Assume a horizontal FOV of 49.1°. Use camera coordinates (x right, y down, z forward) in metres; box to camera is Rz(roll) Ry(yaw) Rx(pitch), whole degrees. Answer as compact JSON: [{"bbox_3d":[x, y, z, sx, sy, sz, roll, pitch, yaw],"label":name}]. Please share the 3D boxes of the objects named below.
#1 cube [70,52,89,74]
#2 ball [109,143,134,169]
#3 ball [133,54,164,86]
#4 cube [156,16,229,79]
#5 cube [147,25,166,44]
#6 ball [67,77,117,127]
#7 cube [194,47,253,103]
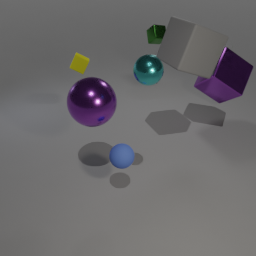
[{"bbox_3d":[-2.296,-3.077,13.322,0.700,0.700,0.700,24,18,-16],"label":"cube"},{"bbox_3d":[-0.171,0.779,7.771,0.700,0.700,0.700,0,31,0],"label":"ball"},{"bbox_3d":[0.467,-1.322,6.406,0.700,0.700,0.700,0,31,0],"label":"ball"},{"bbox_3d":[2.015,-2.580,8.998,1.400,1.400,1.400,7,25,-31],"label":"cube"},{"bbox_3d":[1.421,-4.611,13.847,0.700,0.700,0.700,-6,-4,-28],"label":"cube"},{"bbox_3d":[-1.013,-0.727,7.891,1.400,1.400,1.400,0,31,0],"label":"ball"},{"bbox_3d":[3.743,-2.025,11.060,1.400,1.400,1.400,30,74,-12],"label":"cube"}]
